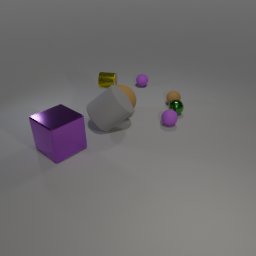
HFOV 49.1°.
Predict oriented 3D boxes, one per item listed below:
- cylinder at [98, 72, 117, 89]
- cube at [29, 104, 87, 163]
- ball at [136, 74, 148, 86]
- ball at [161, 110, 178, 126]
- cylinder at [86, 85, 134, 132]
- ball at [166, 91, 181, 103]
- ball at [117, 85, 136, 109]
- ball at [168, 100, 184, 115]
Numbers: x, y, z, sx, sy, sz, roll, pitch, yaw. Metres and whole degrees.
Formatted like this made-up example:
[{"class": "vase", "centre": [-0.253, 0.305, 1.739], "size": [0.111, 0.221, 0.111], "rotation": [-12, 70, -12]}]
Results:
[{"class": "cylinder", "centre": [-0.864, -2.030, 11.999], "size": [0.700, 0.700, 0.700], "rotation": [6, 30, 7]}, {"class": "cube", "centre": [-2.511, 0.160, 10.194], "size": [1.400, 1.400, 1.400], "rotation": [25, 40, 36]}, {"class": "ball", "centre": [0.805, -2.707, 15.855], "size": [0.700, 0.700, 0.700], "rotation": [0, 30, 0]}, {"class": "ball", "centre": [1.773, -0.437, 11.961], "size": [0.700, 0.700, 0.700], "rotation": [0, 30, 0]}, {"class": "cylinder", "centre": [-0.722, -0.796, 11.389], "size": [1.400, 1.400, 1.400], "rotation": [-35, 24, 18]}, {"class": "ball", "centre": [2.239, -1.487, 13.751], "size": [0.700, 0.700, 0.700], "rotation": [0, 30, 0]}, {"class": "ball", "centre": [-0.321, -1.258, 12.690], "size": [1.400, 1.400, 1.400], "rotation": [0, 30, 0]}, {"class": "ball", "centre": [2.199, -0.954, 12.843], "size": [0.700, 0.700, 0.700], "rotation": [0, 30, 0]}]
